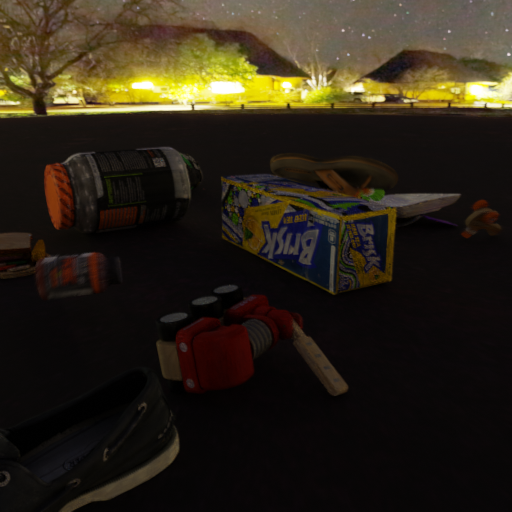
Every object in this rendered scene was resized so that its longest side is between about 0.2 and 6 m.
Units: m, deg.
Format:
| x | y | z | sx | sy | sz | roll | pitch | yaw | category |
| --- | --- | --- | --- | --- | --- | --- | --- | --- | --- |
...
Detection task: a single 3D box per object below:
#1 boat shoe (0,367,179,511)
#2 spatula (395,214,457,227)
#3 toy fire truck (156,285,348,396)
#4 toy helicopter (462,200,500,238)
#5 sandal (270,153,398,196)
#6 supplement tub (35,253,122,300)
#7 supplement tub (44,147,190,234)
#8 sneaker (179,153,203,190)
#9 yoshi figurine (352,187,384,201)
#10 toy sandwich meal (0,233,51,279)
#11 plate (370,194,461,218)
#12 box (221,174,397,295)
| x | y | z | sx | sy | sz | roll | pitch | yaw | category |
| --- | --- | --- | --- | --- | --- | --- | --- | --- | --- |
| -1.659 | 1.484 | 3.928 | 2.579 | 0.855 | 0.964 | -15 | 23 | -38 | boat shoe |
| 3.055 | -0.708 | 11.746 | 2.402 | 0.247 | 0.679 | -4 | 14 | -10 | spatula |
| 0.009 | 0.972 | 5.691 | 1.599 | 1.029 | 1.408 | -1 | 14 | 33 | toy fire truck |
| 4.379 | -0.580 | 10.807 | 1.086 | 0.718 | 0.428 | 20 | 34 | -43 | toy helicopter |
| 1.298 | -1.328 | 9.726 | 2.234 | 0.610 | 0.913 | 9 | -15 | 10 | sandal |
| -2.297 | 0.246 | 7.318 | 1.028 | 0.550 | 0.550 | -8 | 19 | -11 | supplement tub |
| -2.839 | -1.347 | 11.511 | 2.652 | 1.625 | 1.625 | -10 | 20 | -30 | supplement tub |
| -2.073 | -2.475 | 15.773 | 1.271 | 1.164 | 2.983 | -7 | 19 | -22 | sneaker |
| 2.511 | -1.390 | 12.214 | 0.605 | 0.603 | 1.076 | 17 | 25 | 29 | yoshi figurine |
| -4.038 | -0.026 | 9.284 | 1.333 | 0.457 | 1.333 | 0 | 18 | 0 | toy sandwich meal |
| 3.102 | -1.117 | 12.509 | 2.078 | 0.336 | 2.074 | -13 | 12 | -33 | plate |
| 0.705 | -0.526 | 9.530 | 1.146 | 1.248 | 3.563 | -10 | 20 | -29 | box |
